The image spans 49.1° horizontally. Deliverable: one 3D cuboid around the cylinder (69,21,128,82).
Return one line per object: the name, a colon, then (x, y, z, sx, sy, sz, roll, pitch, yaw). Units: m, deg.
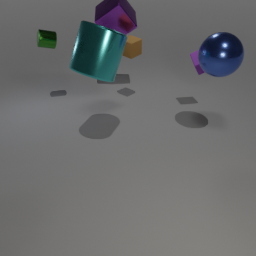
cylinder: (-0.877, -2.225, 8.222, 1.400, 1.400, 1.400, 17, 14, -5)

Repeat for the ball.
ball: (2.954, -2.329, 8.940, 1.400, 1.400, 1.400, 0, 30, 0)

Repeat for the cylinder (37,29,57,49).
cylinder: (-3.354, -3.659, 11.550, 0.700, 0.700, 0.700, 0, 27, -26)

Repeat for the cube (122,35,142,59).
cube: (0.119, -3.505, 12.103, 0.700, 0.700, 0.700, 30, 48, 32)

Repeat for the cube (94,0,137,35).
cube: (-0.556, -5.113, 12.880, 1.400, 1.400, 1.400, -26, 45, 26)

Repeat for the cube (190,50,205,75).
cube: (3.054, -2.747, 11.495, 0.700, 0.700, 0.700, -23, 59, 19)
